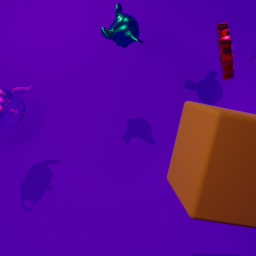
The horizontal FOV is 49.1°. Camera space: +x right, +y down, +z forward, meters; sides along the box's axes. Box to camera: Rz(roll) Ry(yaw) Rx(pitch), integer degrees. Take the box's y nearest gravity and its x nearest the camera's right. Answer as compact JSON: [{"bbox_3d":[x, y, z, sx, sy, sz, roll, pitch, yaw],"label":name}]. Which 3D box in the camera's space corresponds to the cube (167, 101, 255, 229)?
[{"bbox_3d":[1.495,0.460,4.034,1.372,1.372,1.372,10,99,-7],"label":"cube"}]

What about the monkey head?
[{"bbox_3d":[-0.169,-2.438,6.888,0.909,0.761,1.263,-11,69,-54],"label":"monkey head"}]

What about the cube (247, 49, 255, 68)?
[{"bbox_3d":[3.758,-1.864,6.563,1.188,1.188,1.188,33,98,10],"label":"cube"}]

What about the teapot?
[{"bbox_3d":[-2.817,-0.461,6.516,0.825,1.047,1.684,11,55,21],"label":"teapot"}]

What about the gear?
[{"bbox_3d":[2.263,-1.770,6.529,0.238,1.289,1.289,-7,59,17],"label":"gear"}]
